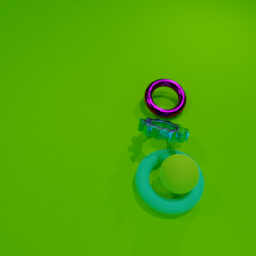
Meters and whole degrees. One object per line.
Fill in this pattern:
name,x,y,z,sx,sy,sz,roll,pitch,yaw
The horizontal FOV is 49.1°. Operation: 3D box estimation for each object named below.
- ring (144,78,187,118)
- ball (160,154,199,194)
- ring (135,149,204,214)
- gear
ring,1.215,-0.982,9.091,1.404,0.281,1.404,2,69,-5
ball,1.309,1.166,7.156,0.996,0.996,0.996,0,56,0
ring,1.120,1.400,7.569,1.847,0.369,1.847,0,56,0
gear,1.006,0.040,8.006,1.450,0.268,1.450,11,15,-3
